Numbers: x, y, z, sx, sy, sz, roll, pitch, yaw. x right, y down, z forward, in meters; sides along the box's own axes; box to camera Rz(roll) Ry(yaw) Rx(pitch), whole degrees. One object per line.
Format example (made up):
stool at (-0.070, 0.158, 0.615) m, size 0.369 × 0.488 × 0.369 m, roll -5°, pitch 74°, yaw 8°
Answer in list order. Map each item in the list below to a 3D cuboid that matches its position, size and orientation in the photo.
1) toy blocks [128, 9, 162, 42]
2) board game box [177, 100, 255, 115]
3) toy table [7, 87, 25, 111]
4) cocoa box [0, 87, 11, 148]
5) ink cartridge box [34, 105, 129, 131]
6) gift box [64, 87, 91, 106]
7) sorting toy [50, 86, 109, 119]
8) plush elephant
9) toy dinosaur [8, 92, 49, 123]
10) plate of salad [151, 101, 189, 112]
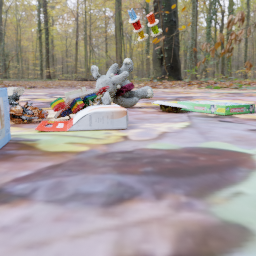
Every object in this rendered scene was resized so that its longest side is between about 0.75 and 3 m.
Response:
toy blocks at (0.587, -3.860, 10.210) m, size 0.996 × 1.195 × 0.434 m, roll -14°, pitch 45°, yaw 21°
board game box at (3.567, -0.880, 11.640) m, size 1.756 × 0.380 × 2.609 m, roll -6°, pitch 11°, yaw -30°
toy table at (-4.403, -0.930, 10.022) m, size 1.748 × 1.024 × 1.607 m, roll 4°, pitch 10°, yaw 27°
cocoa box at (-2.781, -0.136, 4.788) m, size 1.108 × 1.126 × 1.688 m, roll -2°, pitch 9°, yaw -9°
ink cartridge box at (-1.286, -0.333, 7.818) m, size 2.330 × 0.584 × 1.890 m, roll 1°, pitch 9°, yaw -11°
gift box at (-1.905, -1.042, 11.046) m, size 0.968 × 1.037 × 0.957 m, roll -16°, pitch 14°, yaw -8°
sorting toy at (-1.535, -0.688, 9.104) m, size 2.517 × 0.426 × 1.214 m, roll -25°, pitch -12°, yaw -47°
plush elephant at (-0.571, -1.942, 12.751) m, size 2.792 × 2.300 × 2.162 m, roll -28°, pitch -8°, yaw 7°
toy dinosaur at (-3.293, -0.505, 8.353) m, size 1.706 × 0.872 × 1.158 m, roll 21°, pitch 9°, yaw -46°
plate of salad at (1.707, -0.834, 11.410) m, size 1.598 × 0.384 × 1.598 m, roll 10°, pitch 5°, yaw -1°
